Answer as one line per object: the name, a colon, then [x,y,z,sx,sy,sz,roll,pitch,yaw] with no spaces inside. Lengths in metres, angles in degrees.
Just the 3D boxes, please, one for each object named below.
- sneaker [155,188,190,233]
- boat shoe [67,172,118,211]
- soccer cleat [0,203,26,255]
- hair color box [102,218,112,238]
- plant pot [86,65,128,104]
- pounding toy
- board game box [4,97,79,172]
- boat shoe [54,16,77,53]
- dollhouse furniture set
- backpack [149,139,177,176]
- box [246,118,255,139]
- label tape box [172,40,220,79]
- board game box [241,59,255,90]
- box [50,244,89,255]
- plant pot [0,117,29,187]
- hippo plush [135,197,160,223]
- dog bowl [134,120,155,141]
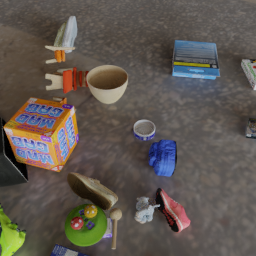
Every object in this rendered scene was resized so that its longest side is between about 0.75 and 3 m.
sneaker: [1.328,2.414,8.409,0.620,0.527,1.430,-10,50,-27]
boat shoe: [-1.129,1.894,8.769,1.765,0.637,0.573,27,28,21]
soccer cleat: [-3.813,2.711,7.909,2.240,0.756,0.908,30,74,30]
hair color box: [-0.908,2.885,8.021,0.866,0.281,0.473,-2,49,-5]
plant pot: [-0.835,-1.693,11.766,1.686,1.132,1.686,0,47,0]
pounding toy: [-1.004,2.539,7.657,1.555,0.722,1.200,6,49,6]
board game box: [-2.820,0.197,9.519,1.642,1.643,1.642,11,43,12]
boat shoe: [-3.362,-5.154,15.145,0.896,1.040,2.889,0,49,2]
dollhouse furniture set: [-2.331,-1.929,11.238,1.331,2.584,2.556,1,15,-2]
backpack: [1.154,1.057,9.363,0.916,0.887,1.092,2,55,0]
box: [5.177,0.064,10.486,1.321,0.249,0.902,7,45,27]
label tape box: [3.114,-2.978,13.141,2.031,0.892,2.817,6,47,6]
board game box: [6.222,-2.523,13.086,1.266,0.347,2.006,-2,47,0]
box: [-1.391,3.695,7.264,1.489,0.241,0.902,14,48,11]
plant pot: [-4.336,0.949,9.015,1.484,1.669,1.673,-20,50,-6]
hippo plush: [0.422,2.340,8.264,0.631,0.792,0.637,2,34,-29]
dog bowl: [0.619,0.079,10.645,0.821,0.323,0.821,0,46,0]
